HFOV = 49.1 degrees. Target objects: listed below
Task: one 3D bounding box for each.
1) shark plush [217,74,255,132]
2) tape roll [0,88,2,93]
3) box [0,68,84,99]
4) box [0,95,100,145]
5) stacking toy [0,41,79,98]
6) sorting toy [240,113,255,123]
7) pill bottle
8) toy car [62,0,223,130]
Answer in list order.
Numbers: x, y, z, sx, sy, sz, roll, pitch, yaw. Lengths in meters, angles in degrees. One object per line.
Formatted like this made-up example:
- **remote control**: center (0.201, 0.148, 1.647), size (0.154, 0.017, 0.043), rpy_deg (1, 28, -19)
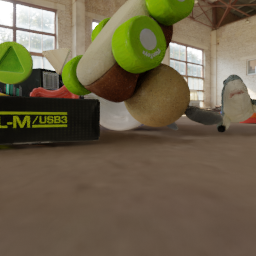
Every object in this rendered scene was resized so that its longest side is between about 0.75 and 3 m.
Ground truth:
- **shark plush**: center (2.461, -0.717, 6.295), size (1.082, 0.992, 2.382), rpy_deg (-24, 1, 27)
- **tape roll**: center (-4.446, -0.488, 6.844), size (2.528, 1.074, 2.528), rpy_deg (0, 2, 0)
- **box**: center (-2.865, -0.861, 8.589), size (2.593, 1.612, 1.926), rpy_deg (2, 3, 31)
- **box**: center (-2.174, -0.139, 4.115), size (2.691, 0.662, 2.787), rpy_deg (1, 2, -30)
- **stacking toy**: center (-2.131, -0.869, 6.425), size (2.154, 1.950, 0.910), rpy_deg (3, 2, -2)
- **sorting toy**: center (4.887, -0.736, 12.368), size (1.011, 1.004, 2.915), rpy_deg (-1, 4, -10)
- **pill bottle**: center (0.072, -0.850, 7.582), size (1.723, 1.723, 2.879), rpy_deg (1, 3, 10)
- **toy car**: center (0.551, -0.896, 5.211), size (2.681, 2.116, 2.203), rpy_deg (42, -26, -25)
